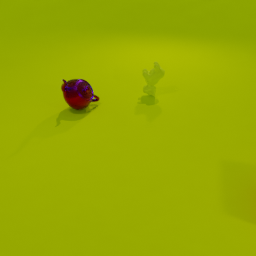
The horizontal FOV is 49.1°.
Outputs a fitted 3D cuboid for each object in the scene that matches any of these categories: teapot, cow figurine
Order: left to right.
[{"bbox_3d":[-1.471,-1.069,8.373,0.767,1.567,0.975,-22,63,35],"label":"teapot"},{"bbox_3d":[0.849,-1.553,9.189,0.976,0.960,0.536,-30,25,20],"label":"cow figurine"}]
